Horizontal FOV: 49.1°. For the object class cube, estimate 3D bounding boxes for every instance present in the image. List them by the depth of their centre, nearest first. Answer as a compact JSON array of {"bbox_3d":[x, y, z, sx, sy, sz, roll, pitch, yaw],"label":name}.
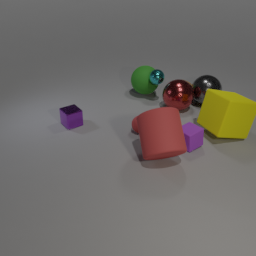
[{"bbox_3d":[2.201,0.313,10.008,0.700,0.700,0.700,-25,36,-27],"label":"cube"},{"bbox_3d":[3.697,-0.536,10.484,1.400,1.400,1.400,3,23,-24],"label":"cube"},{"bbox_3d":[-2.302,-0.455,11.396,0.700,0.700,0.700,-20,38,-31],"label":"cube"}]

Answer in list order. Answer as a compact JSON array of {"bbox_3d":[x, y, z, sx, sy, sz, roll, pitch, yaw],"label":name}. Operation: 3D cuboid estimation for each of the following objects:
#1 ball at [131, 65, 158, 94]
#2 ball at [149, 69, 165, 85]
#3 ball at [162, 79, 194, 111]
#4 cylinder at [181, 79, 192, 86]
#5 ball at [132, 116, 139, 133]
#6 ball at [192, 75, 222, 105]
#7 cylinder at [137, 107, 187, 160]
[{"bbox_3d":[0.845,-2.363,13.792,1.400,1.400,1.400,0,30,0],"label":"ball"},{"bbox_3d":[1.323,-2.332,12.821,0.700,0.700,0.700,0,30,0],"label":"ball"},{"bbox_3d":[2.241,-1.465,12.499,1.400,1.400,1.400,0,30,0],"label":"ball"},{"bbox_3d":[2.660,-1.882,13.586,0.700,0.700,0.700,16,32,-10],"label":"cylinder"},{"bbox_3d":[0.488,-0.145,10.859,0.700,0.700,0.700,0,30,0],"label":"ball"},{"bbox_3d":[3.620,-1.745,12.949,1.400,1.400,1.400,0,30,0],"label":"ball"},{"bbox_3d":[1.070,0.211,9.019,1.400,1.400,1.400,-9,-14,-2],"label":"cylinder"}]
